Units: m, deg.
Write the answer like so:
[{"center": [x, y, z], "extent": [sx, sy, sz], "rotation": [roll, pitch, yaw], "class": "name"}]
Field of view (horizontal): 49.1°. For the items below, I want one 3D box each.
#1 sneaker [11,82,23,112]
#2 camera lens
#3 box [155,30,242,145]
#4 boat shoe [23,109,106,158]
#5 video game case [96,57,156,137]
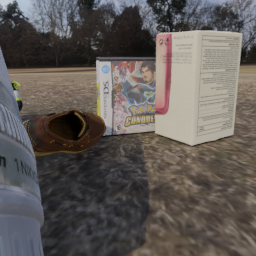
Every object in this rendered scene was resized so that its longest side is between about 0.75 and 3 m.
[{"center": [-4.665, -0.794, 8.644], "extent": [2.830, 1.172, 1.015], "rotation": [-14, 1, -9], "class": "sneaker"}, {"center": [-1.943, -0.112, 1.683], "extent": [2.346, 2.932, 2.346], "rotation": [-21, -22, -9], "class": "camera lens"}, {"center": [1.812, -1.119, 7.462], "extent": [1.742, 2.724, 1.484], "rotation": [-10, 18, -34], "class": "box"}, {"center": [-1.140, 0.059, 5.929], "extent": [0.838, 0.893, 2.482], "rotation": [-23, -7, 28], "class": "boat shoe"}, {"center": [0.300, -0.903, 7.940], "extent": [2.379, 2.150, 0.303], "rotation": [-5, 15, -18], "class": "video game case"}]
